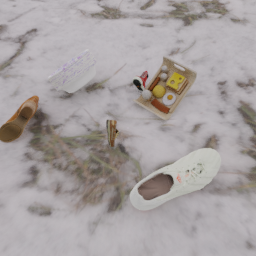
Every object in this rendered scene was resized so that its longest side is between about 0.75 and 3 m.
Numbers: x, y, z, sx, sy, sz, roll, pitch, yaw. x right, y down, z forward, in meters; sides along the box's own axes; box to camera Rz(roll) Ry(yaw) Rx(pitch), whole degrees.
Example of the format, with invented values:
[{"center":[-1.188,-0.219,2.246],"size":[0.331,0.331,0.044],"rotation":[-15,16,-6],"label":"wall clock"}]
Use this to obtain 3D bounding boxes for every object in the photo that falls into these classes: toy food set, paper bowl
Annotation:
[{"center":[1.205,-1.348,9.296],"size":[1.373,0.578,1.913],"rotation":[34,87,25],"label":"toy food set"},{"center":[-1.790,-1.861,9.576],"size":[1.711,0.890,1.711],"rotation":[-32,19,13],"label":"paper bowl"}]

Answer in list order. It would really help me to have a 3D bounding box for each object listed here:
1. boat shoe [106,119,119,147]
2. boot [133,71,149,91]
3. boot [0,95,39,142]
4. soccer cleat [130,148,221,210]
[{"center":[-0.421,0.162,8.044],"size":[0.343,0.929,0.352],"rotation":[-5,39,-2],"label":"boat shoe"},{"center":[0.465,-1.769,9.714],"size":[0.345,0.952,0.687],"rotation":[18,81,18],"label":"boot"},{"center":[-3.399,-0.344,8.823],"size":[0.607,1.583,1.229],"rotation":[34,16,-19],"label":"boot"},{"center":[1.301,1.253,7.052],"size":[2.706,1.050,0.938],"rotation":[-26,67,-13],"label":"soccer cleat"}]
